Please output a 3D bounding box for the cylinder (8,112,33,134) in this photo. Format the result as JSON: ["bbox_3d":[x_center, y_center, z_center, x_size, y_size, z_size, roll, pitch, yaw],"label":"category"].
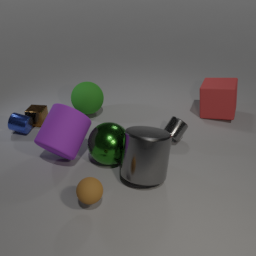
[{"bbox_3d":[-4.180,-0.185,10.895,0.700,0.700,0.700,15,31,2],"label":"cylinder"}]

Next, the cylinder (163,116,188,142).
[{"bbox_3d":[1.727,0.043,10.265,0.700,0.700,0.700,31,84,42],"label":"cylinder"}]

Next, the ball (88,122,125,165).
[{"bbox_3d":[-0.610,0.507,9.132,1.400,1.400,1.400,0,30,0],"label":"ball"}]

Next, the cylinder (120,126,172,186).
[{"bbox_3d":[0.524,0.781,8.345,1.400,1.400,1.400,5,15,-1],"label":"cylinder"}]

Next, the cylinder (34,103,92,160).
[{"bbox_3d":[-2.100,0.134,9.133,1.400,1.400,1.400,15,72,25],"label":"cylinder"}]

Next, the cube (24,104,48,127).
[{"bbox_3d":[-3.760,-0.505,11.591,0.700,0.700,0.700,3,30,6],"label":"cube"}]

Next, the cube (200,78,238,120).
[{"bbox_3d":[3.917,-1.294,12.090,1.400,1.400,1.400,5,29,23],"label":"cube"}]

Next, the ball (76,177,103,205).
[{"bbox_3d":[-0.996,1.631,7.291,0.700,0.700,0.700,0,30,0],"label":"ball"}]

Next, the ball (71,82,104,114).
[{"bbox_3d":[-1.746,-1.292,12.056,1.400,1.400,1.400,0,30,0],"label":"ball"}]
